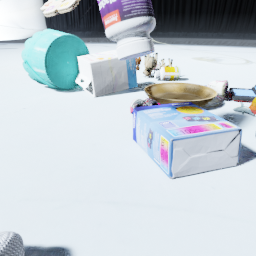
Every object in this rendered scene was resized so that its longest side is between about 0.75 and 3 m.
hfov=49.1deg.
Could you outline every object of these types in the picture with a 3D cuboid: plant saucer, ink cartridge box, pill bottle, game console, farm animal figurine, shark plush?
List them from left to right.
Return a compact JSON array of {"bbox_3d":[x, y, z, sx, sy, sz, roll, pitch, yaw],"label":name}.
[{"bbox_3d":[-1.073,-2.517,12.738,2.506,1.569,1.611,-17,29,-24],"label":"ink cartridge box"},{"bbox_3d":[-0.037,-2.561,6.063,1.125,2.020,1.125,-14,7,2],"label":"pill bottle"},{"bbox_3d":[1.491,-3.381,15.941,2.293,1.153,1.851,8,-7,-44],"label":"farm animal figurine"},{"bbox_3d":[2.127,-2.960,15.243,1.324,0.735,0.735,-1,22,-4],"label":"pill bottle"},{"bbox_3d":[1.268,0.093,7.291,1.861,1.041,2.728,-7,21,-18],"label":"ink cartridge box"},{"bbox_3d":[2.096,-1.292,11.377,2.908,0.515,2.908,0,22,0],"label":"plant saucer"},{"bbox_3d":[4.235,-0.583,10.156,0.343,0.375,0.824,-33,49,-14],"label":"shark plush"},{"bbox_3d":[5.310,-1.867,11.978,1.665,1.146,1.932,6,22,13],"label":"game console"}]

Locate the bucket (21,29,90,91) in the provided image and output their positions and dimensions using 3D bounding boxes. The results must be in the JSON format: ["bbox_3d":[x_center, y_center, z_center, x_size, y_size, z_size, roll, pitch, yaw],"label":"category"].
[{"bbox_3d":[-3.285,-3.191,13.243,2.886,2.886,1.878,-19,30,-39],"label":"bucket"}]

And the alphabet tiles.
[{"bbox_3d":[-1.451,-3.953,7.958,2.222,0.166,2.272,4,55,35],"label":"alphabet tiles"}]

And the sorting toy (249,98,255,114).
[{"bbox_3d":[4.917,-0.662,9.758,0.574,0.570,1.655,-11,24,-27],"label":"sorting toy"}]

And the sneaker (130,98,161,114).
[{"bbox_3d":[0.618,-0.803,10.129,1.377,0.555,0.514,-19,31,-40],"label":"sneaker"}]

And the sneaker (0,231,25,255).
[{"bbox_3d":[-2.346,1.914,2.923,1.401,0.929,2.462,6,17,16],"label":"sneaker"}]

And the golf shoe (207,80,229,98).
[{"bbox_3d":[3.900,-1.682,12.180,0.927,0.731,2.013,2,13,16],"label":"golf shoe"}]
